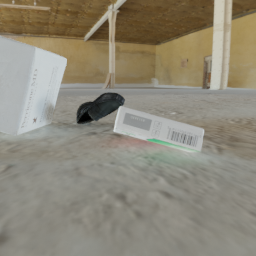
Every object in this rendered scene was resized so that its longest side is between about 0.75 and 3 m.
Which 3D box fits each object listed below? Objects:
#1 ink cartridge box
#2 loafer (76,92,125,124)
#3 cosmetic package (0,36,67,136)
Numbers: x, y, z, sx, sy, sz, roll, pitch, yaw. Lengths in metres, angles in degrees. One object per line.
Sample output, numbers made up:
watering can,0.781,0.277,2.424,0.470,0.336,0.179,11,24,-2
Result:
ink cartridge box,0.511,0.118,5.948,1.618,0.503,2.010,15,-9,-2
loafer,-0.912,-0.557,8.853,2.079,0.730,0.706,-15,-41,43
cosmetic package,-3.395,-1.312,7.951,2.264,2.278,2.722,16,9,1
